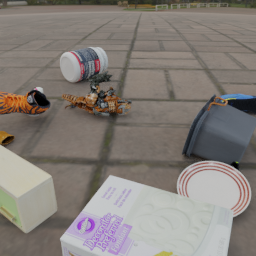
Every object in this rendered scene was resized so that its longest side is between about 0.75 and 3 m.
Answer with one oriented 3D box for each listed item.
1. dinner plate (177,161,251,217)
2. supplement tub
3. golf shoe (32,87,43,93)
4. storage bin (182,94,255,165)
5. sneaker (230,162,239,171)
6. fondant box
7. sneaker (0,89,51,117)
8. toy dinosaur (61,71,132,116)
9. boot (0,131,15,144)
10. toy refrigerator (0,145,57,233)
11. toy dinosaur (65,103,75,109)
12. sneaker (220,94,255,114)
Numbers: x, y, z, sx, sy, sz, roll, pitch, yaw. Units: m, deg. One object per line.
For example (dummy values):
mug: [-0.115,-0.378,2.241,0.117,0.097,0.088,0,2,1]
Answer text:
dinner plate: [2.235,1.618,7.392,1.860,0.225,1.860,-6,42,5]
supplement tub: [-2.451,-3.608,15.749,1.643,1.643,2.342,25,38,38]
golf shoe: [-4.057,-1.246,12.557,0.834,0.658,1.812,5,38,1]
storage bin: [3.149,0.058,9.181,1.696,1.838,2.525,25,36,20]
sneaker: [2.809,1.318,7.941,0.443,0.511,1.234,21,35,33]
fondant box: [0.470,2.280,5.813,2.994,0.872,2.160,11,31,21]
sneaker: [-4.111,-1.061,10.551,2.512,0.975,1.408,0,-13,-44]
toy dinosaur: [-1.309,-1.306,11.984,2.962,1.513,2.010,21,46,-7]
boot: [-4.686,0.416,9.615,0.950,0.467,1.327,12,25,29]
toy refrigerator: [-3.246,1.354,7.234,2.992,1.136,1.047,21,35,32]
toy dinosaur: [-2.460,-1.136,12.659,0.752,0.395,0.683,-12,9,2]
sneaker: [5.160,-1.127,12.075,2.516,0.829,0.986,3,29,6]
